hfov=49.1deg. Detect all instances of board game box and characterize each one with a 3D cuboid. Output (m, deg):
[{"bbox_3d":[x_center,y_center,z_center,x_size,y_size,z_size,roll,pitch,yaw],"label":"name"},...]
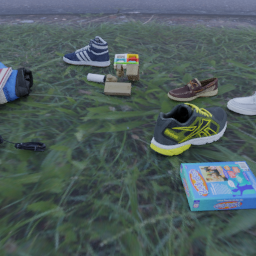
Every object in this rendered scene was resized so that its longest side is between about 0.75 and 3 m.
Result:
[{"bbox_3d":[2.179,1.336,6.633,1.658,0.373,1.261,-1,33,-2],"label":"board game box"}]

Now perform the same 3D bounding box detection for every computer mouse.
[{"bbox_3d":[-3.547,0.487,8.040,2.397,0.408,0.703,9,12,5],"label":"computer mouse"}]

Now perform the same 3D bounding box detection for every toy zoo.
[{"bbox_3d":[-0.073,-3.432,14.186,1.211,0.189,1.846,1,33,1],"label":"toy zoo"}]

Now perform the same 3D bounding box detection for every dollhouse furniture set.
[{"bbox_3d":[-0.216,-1.784,11.597,1.282,1.098,1.348,3,68,5],"label":"dollhouse furniture set"}]

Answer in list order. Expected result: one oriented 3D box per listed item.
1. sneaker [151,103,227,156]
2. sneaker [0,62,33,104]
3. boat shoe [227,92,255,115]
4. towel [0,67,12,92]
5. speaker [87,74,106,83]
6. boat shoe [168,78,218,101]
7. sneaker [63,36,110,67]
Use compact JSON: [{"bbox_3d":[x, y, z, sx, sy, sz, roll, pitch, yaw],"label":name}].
[{"bbox_3d":[1.953,-0.176,8.180,2.931,1.240,1.092,-23,40,-32],"label":"sneaker"},{"bbox_3d":[-4.566,-1.992,11.149,1.475,1.018,2.652,-18,41,-16],"label":"sneaker"},{"bbox_3d":[4.713,-0.931,9.751,2.331,0.799,0.839,6,33,9],"label":"boat shoe"},{"bbox_3d":[-5.685,-1.374,10.089,2.708,0.308,1.950,-7,46,9],"label":"towel"},{"bbox_3d":[-1.355,-2.153,12.099,0.767,0.311,0.311,10,34,15],"label":"speaker"},{"bbox_3d":[2.530,-1.566,10.771,2.106,0.758,0.760,-9,34,-13],"label":"boat shoe"},{"bbox_3d":[-2.053,-3.785,13.686,2.435,1.321,0.853,9,34,13],"label":"sneaker"}]
